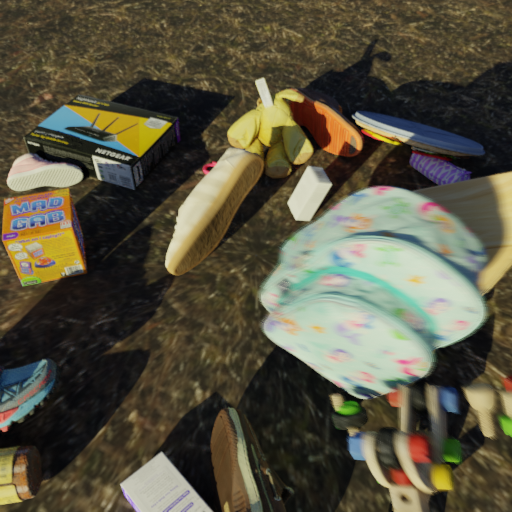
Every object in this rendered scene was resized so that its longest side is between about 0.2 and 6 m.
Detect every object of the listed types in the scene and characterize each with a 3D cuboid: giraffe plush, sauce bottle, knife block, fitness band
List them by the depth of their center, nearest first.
[{"bbox_3d":[-4.283,3.183,7.841,2.355,0.777,0.777,-5,45,-6],"label":"sauce bottle"},{"bbox_3d":[4.379,-1.017,10.175,3.680,3.230,1.177,41,19,23],"label":"knife block"},{"bbox_3d":[-0.997,-2.090,13.592,0.599,0.112,0.430,17,50,17],"label":"fitness band"},{"bbox_3d":[0.328,-3.117,13.623,1.969,2.282,1.851,-3,16,2],"label":"giraffe plush"}]

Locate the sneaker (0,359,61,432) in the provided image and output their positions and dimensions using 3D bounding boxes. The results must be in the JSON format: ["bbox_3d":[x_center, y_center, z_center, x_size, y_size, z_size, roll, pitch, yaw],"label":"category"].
[{"bbox_3d":[-4.434,2.043,8.280,2.920,1.395,1.158,-21,13,-20],"label":"sneaker"}]

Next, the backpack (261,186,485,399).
[{"bbox_3d":[1.754,0.552,8.403,2.714,3.057,2.301,36,45,-13],"label":"backpack"}]

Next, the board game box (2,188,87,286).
[{"bbox_3d":[-4.146,-0.378,11.048,1.255,1.254,1.254,-11,46,-11],"label":"board game box"}]

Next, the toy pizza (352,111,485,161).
[{"bbox_3d":[3.826,-2.817,13.458,3.216,0.510,3.216,13,21,-5],"label":"toy pizza"}]

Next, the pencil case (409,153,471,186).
[{"bbox_3d":[4.307,-2.036,13.146,0.625,0.637,1.490,-16,45,-35],"label":"pencil case"}]

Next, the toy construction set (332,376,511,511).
[{"bbox_3d":[2.518,2.905,7.630,2.621,2.014,2.186,-14,2,6],"label":"toy construction set"}]

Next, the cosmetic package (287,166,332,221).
[{"bbox_3d":[1.137,-1.327,12.047,0.390,1.093,0.555,2,48,-29],"label":"cosmetic package"}]

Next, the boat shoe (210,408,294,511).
[{"bbox_3d":[0.005,3.325,7.754,0.964,0.962,2.606,11,39,-23],"label":"boat shoe"}]

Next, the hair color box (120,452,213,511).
[{"bbox_3d":[-1.181,3.495,7.769,0.738,0.438,1.351,-32,51,-29],"label":"hair color box"}]

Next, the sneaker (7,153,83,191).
[{"bbox_3d":[-4.941,-2.070,13.174,1.697,0.639,0.887,-8,51,-3],"label":"sneaker"}]

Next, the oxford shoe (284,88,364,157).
[{"bbox_3d":[1.882,-3.596,14.403,1.141,1.116,3.131,-21,48,-24],"label":"oxford shoe"}]

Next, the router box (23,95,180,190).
[{"bbox_3d":[-3.755,-2.902,13.907,3.040,0.776,2.267,16,47,16],"label":"router box"}]

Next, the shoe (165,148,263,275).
[{"bbox_3d":[-0.952,-0.916,11.162,0.774,1.013,2.898,34,86,24],"label":"shoe"}]
